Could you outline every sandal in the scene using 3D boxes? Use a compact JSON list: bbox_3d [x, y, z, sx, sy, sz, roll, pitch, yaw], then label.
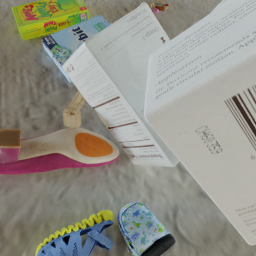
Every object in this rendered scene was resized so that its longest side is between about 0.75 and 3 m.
[{"bbox_3d":[-0.960,2.256,5.477,1.674,0.665,0.729,-22,64,-12],"label":"sandal"}]

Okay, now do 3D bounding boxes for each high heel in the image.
[{"bbox_3d":[-1.716,0.727,6.606,2.884,1.383,0.971,2,54,-24],"label":"high heel"}]

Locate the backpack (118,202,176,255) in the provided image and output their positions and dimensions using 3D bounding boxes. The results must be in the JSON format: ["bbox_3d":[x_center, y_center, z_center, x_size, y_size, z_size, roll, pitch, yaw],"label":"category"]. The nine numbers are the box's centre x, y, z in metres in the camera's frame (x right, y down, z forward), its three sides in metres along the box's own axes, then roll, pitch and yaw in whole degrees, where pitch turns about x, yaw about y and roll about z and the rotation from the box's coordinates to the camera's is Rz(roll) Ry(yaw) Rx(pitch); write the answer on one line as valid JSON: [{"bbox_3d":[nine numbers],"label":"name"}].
[{"bbox_3d":[0.266,2.020,5.601,0.897,0.845,1.099,-31,48,-12],"label":"backpack"}]

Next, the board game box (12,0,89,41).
[{"bbox_3d":[-2.605,-3.826,9.509,2.312,0.550,1.174,-20,59,-13],"label":"board game box"}]

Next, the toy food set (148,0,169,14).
[{"bbox_3d":[1.064,-4.358,10.121,0.993,0.156,0.631,-17,58,-20],"label":"toy food set"}]

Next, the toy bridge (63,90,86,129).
[{"bbox_3d":[-0.770,-1.054,7.042,0.370,0.915,2.722,20,42,15],"label":"toy bridge"}]

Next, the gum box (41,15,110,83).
[{"bbox_3d":[-1.298,-2.520,8.700,2.129,0.474,1.809,-30,61,-18],"label":"gum box"}]

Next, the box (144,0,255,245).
[{"bbox_3d":[2.168,-0.319,3.731,2.878,2.894,1.891,-29,27,26],"label":"box"}]

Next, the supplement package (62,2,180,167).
[{"bbox_3d":[0.252,-0.772,6.046,1.665,1.671,2.848,-43,105,-24],"label":"supplement package"}]
